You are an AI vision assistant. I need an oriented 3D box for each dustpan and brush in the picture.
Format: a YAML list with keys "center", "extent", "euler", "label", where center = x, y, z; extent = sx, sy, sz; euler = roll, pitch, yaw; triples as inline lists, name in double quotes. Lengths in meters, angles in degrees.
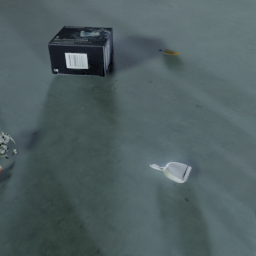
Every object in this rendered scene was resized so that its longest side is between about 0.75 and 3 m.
- center: [1.149, 1.178, 7.892]
  extent: [1.113, 0.319, 0.777]
  euler: [24, 33, 14]
  label: "dustpan and brush"

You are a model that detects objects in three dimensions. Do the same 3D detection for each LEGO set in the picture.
- center: [-3.948, 0.722, 8.211]
  extent: [1.327, 0.579, 2.043]
  euler: [-12, 40, -16]
  label: "LEGO set"

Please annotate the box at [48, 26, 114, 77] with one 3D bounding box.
- center: [-2.068, -3.620, 13.021]
  extent: [2.477, 1.479, 2.519]
  euler: [4, 37, 5]
  label: "box"

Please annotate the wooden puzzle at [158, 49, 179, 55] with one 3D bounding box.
- center: [2.108, -3.906, 14.494]
  extent: [0.968, 0.113, 0.653]
  euler: [31, 43, 33]
  label: "wooden puzzle"
